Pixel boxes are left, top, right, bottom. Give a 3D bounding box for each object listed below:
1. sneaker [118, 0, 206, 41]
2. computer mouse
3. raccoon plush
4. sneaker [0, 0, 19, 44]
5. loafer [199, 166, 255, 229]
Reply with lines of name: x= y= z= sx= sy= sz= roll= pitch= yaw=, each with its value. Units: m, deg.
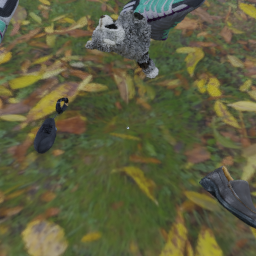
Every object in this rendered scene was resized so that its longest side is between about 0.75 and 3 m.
sneaker: x=0.852 y=-2.418 z=6.022 sx=2.404 sy=1.052 sz=0.894 roll=14 pitch=71 yaw=53
computer mouse: x=-1.094 y=-0.084 z=4.290 sx=0.220 sy=0.379 sz=1.292 roll=9 pitch=40 yaw=3
raccoon plush: x=0.007 y=-1.445 z=5.449 sx=1.721 sy=0.832 sz=1.153 roll=50 pitch=56 yaw=-23
sneaker: x=-2.825 y=-1.254 z=4.980 sx=1.111 sy=1.307 sz=2.987 roll=28 pitch=64 yaw=-19
loafer: x=1.852 y=1.134 z=4.859 sx=0.590 sy=0.594 sz=1.633 roll=-50 pitch=24 yaw=3
